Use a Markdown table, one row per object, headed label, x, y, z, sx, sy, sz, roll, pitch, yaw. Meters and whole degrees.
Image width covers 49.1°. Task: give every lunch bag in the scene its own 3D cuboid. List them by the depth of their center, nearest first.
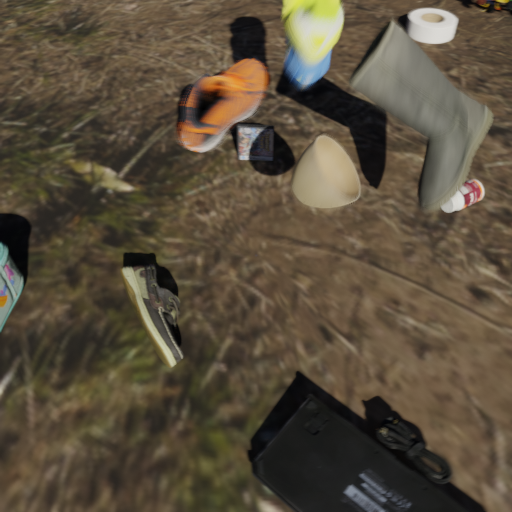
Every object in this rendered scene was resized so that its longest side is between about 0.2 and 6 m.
| label | x | y | z | sx | sy | sz | roll | pitch | yaw |
| --- | --- | --- | --- | --- | --- | --- | --- | --- | --- |
| lunch bag | -5.349 | 0.954 | 8.814 | 2.378 | 1.143 | 2.965 | 6 | 46 | 6 |

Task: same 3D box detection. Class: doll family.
| label | x | y | z | sx | sy | sz | roll | pitch | yaw |
| --- | --- | --- | --- | --- | --- | --- | --- | --- | --- |
| doll family | 7.784 | -8.195 | 18.001 | 1.990 | 0.781 | 1.150 | 8 | 50 | 15 |

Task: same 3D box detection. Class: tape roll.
| label | x | y | z | sx | sy | sz | roll | pitch | yaw |
| --- | --- | --- | --- | --- | --- | --- | --- | --- | --- |
| tape roll | 5.292 | -6.956 | 16.922 | 1.417 | 0.496 | 1.417 | 0 | 45 | 0 |

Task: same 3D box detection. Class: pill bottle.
| label | x | y | z | sx | sy | sz | roll | pitch | yaw |
| --- | --- | --- | --- | --- | --- | --- | --- | --- | --- |
| pill bottle | 4.155 | -1.205 | 11.366 | 0.839 | 0.479 | 0.479 | -24 | 51 | -21 |

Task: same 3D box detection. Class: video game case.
| label | x | y | z | sx | sy | sz | roll | pitch | yaw |
| --- | --- | --- | --- | --- | --- | --- | --- | --- | --- |
| video game case | -0.008 | -2.482 | 12.319 | 0.798 | 0.883 | 0.113 | 3 | 46 | 3 |

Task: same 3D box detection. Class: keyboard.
| label | x | y | z | sx | sy | sz | roll | pitch | yaw |
| --- | --- | --- | --- | --- | --- | --- | --- | --- | --- |
| keyboard | 1.671 | 3.095 | 7.292 | 3.178 | 0.408 | 1.908 | 33 | 61 | 27 |

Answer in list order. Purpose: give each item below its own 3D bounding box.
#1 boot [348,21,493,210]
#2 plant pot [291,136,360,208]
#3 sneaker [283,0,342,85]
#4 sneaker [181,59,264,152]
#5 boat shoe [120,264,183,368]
| label | x | y | z | sx | sy | sz | roll | pitch | yaw |
| --- | --- | --- | --- | --- | --- | --- | --- | --- | --- |
| boot | 2.584 | -2.274 | 9.331 | 0.898 | 2.474 | 2.249 | 8 | 71 | 64 |
| plant pot | 0.961 | -1.156 | 8.490 | 0.730 | 1.087 | 1.087 | -29 | 33 | 35 |
| sneaker | 0.900 | -4.217 | 10.112 | 1.117 | 1.550 | 2.950 | 10 | 49 | -2 |
| sneaker | -0.498 | -3.060 | 10.492 | 0.924 | 1.334 | 2.381 | 33 | 69 | 1 |
| boat shoe | -1.606 | 0.843 | 9.178 | 0.722 | 0.785 | 2.198 | -24 | 46 | -15 |
